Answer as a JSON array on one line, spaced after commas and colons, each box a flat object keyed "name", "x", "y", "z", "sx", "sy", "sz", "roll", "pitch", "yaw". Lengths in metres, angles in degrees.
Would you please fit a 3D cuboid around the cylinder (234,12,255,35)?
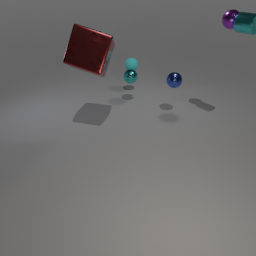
[{"name": "cylinder", "x": 4.272, "y": -3.735, "z": 9.992, "sx": 0.700, "sy": 0.700, "sz": 0.700, "roll": -23, "pitch": 37, "yaw": -34}]

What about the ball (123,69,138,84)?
[{"name": "ball", "x": 0.125, "y": -2.529, "z": 13.715, "sx": 0.700, "sy": 0.700, "sz": 0.700, "roll": 0, "pitch": 30, "yaw": 0}]

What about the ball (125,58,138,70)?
[{"name": "ball", "x": 0.186, "y": -3.323, "z": 14.687, "sx": 0.700, "sy": 0.700, "sz": 0.700, "roll": 0, "pitch": 30, "yaw": 0}]

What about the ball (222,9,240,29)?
[{"name": "ball", "x": 3.889, "y": -4.071, "z": 10.504, "sx": 0.700, "sy": 0.700, "sz": 0.700, "roll": 0, "pitch": 30, "yaw": 0}]

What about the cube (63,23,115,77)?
[{"name": "cube", "x": -1.380, "y": -2.773, "z": 10.265, "sx": 1.400, "sy": 1.400, "sz": 1.400, "roll": 18, "pitch": 7, "yaw": -1}]

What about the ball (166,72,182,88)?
[{"name": "ball", "x": 2.051, "y": -2.116, "z": 12.388, "sx": 0.700, "sy": 0.700, "sz": 0.700, "roll": 0, "pitch": 30, "yaw": 0}]
